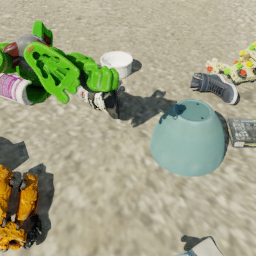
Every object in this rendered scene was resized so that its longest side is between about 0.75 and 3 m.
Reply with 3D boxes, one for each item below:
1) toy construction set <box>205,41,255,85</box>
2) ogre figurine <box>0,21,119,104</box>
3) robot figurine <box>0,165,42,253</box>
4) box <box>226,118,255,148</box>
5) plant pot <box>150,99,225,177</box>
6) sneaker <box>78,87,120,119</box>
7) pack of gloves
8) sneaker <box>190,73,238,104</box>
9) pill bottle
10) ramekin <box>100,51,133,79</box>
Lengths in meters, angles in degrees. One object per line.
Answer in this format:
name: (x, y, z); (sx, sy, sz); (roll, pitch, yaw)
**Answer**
toy construction set: (4.256, -2.430, 10.711); (2.362, 1.088, 1.549); (-17, 68, -7)
ogre figurine: (-1.531, -1.038, 4.597); (2.770, 1.359, 1.660); (-10, 16, 5)
robot figurine: (-2.569, 1.787, 6.157); (1.407, 0.565, 1.940); (24, 36, -28)
box: (3.709, 0.146, 8.398); (1.293, 0.330, 1.019); (2, 43, 3)
plant pot: (1.689, 0.063, 7.680); (2.118, 1.426, 2.118); (0, 42, 0)
sneaker: (-1.005, -1.005, 9.273); (1.170, 0.980, 2.644); (-12, 34, -13)
pack of gloves: (1.549, 2.748, 4.745); (2.104, 0.415, 1.768); (3, 37, -44)
sneaker: (2.888, -1.393, 9.757); (1.306, 0.687, 1.807); (3, 31, -13)
pill bottle: (-3.998, -1.411, 9.709); (1.600, 0.898, 0.898); (19, 45, 19)
ramekin: (-0.442, -2.481, 11.121); (1.260, 0.614, 1.260); (0, 42, 0)
